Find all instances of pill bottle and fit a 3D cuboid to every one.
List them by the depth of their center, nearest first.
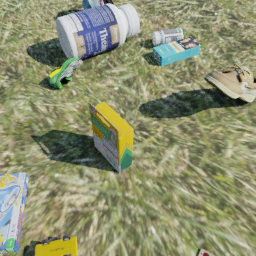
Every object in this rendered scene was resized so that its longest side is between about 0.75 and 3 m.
[{"bbox_3d":[-1.012,-3.436,9.828,2.686,1.490,1.490,-24,55,-17],"label":"pill bottle"},{"bbox_3d":[1.460,-3.339,10.330,1.032,0.584,0.584,-7,52,-6],"label":"pill bottle"}]

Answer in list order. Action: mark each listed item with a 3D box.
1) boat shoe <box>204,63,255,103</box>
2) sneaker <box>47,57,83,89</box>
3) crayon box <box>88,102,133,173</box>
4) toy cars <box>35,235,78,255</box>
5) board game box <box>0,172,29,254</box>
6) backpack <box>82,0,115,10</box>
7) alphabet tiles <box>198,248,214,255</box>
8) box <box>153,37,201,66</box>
[{"bbox_3d":[3.000,-1.339,7.778,2.528,0.839,0.936,1,38,-49],"label":"boat shoe"},{"bbox_3d":[-1.956,-1.766,9.178,0.588,0.539,1.381,35,68,16],"label":"sneaker"},{"bbox_3d":[-0.387,0.173,6.750,0.454,1.761,1.107,-33,59,-23],"label":"crayon box"},{"bbox_3d":[-1.721,2.847,5.504,0.820,0.405,1.829,28,60,29],"label":"toy cars"},{"bbox_3d":[-2.979,1.879,6.259,1.220,0.311,1.802,-5,49,-4],"label":"board game box"},{"bbox_3d":[-1.169,-4.919,11.029,1.132,1.504,1.335,-15,51,13],"label":"backpack"},{"bbox_3d":[1.715,3.328,5.318,1.298,0.059,1.552,25,56,18],"label":"alphabet tiles"},{"bbox_3d":[1.727,-2.741,9.972,1.593,0.392,0.656,-21,54,-16],"label":"box"}]
